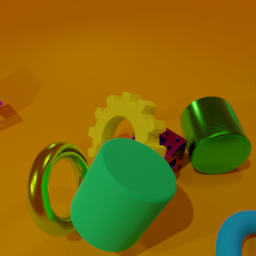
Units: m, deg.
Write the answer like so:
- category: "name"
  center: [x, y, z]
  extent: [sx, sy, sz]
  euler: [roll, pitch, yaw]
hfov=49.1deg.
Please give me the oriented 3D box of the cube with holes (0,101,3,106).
- category: "cube with holes"
  center: [-4.061, -0.743, 7.085]
  extent: [0.976, 0.976, 0.976]
  euler: [38, 81, 30]

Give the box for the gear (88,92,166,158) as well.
- category: "gear"
  center: [-0.098, 0.275, 5.950]
  extent: [0.370, 2.001, 2.001]
  euler: [6, 30, -45]

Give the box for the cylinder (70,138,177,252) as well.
- category: "cylinder"
  center: [-0.103, 1.094, 4.672]
  extent: [1.353, 1.353, 1.353]
  euler: [22, 30, -14]

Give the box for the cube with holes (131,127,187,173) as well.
- category: "cube with holes"
  center: [0.657, 0.589, 6.367]
  extent: [0.890, 0.890, 0.890]
  euler: [-33, 52, -31]

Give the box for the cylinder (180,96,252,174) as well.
- category: "cylinder"
  center: [1.971, 0.160, 6.510]
  extent: [1.321, 1.321, 1.321]
  euler: [-2, 42, -2]

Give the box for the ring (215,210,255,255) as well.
- category: "ring"
  center: [2.375, 2.274, 4.554]
  extent: [1.994, 0.399, 1.994]
  euler: [11, 43, -11]

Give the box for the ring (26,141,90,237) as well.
- category: "ring"
  center: [-1.183, 1.099, 5.185]
  extent: [0.345, 1.723, 1.723]
  euler: [-7, 38, 24]
